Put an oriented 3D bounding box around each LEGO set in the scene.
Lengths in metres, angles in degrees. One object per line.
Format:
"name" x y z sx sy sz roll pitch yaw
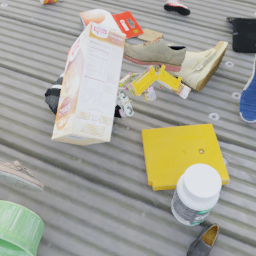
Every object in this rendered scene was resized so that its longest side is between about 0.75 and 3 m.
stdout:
"LEGO set" 0.693 -1.373 9.191 2.953 1.359 1.099 -20 18 -34

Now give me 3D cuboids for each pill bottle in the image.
"pill bottle" 1.700 1.713 7.106 1.029 1.819 1.029 0 55 1

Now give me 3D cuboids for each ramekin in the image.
"ramekin" -2.872 2.467 6.688 1.718 1.718 0.839 10 47 7

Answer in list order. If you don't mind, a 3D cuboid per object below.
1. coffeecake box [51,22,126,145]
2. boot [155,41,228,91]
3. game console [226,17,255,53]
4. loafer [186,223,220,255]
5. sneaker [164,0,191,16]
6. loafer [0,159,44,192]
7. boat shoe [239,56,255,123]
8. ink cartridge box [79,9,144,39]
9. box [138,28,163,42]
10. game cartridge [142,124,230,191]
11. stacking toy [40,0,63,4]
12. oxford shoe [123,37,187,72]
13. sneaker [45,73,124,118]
"coffeecake box" -1.137 -1.033 7.688 1.034 2.173 2.831 13 78 -25
"boot" 2.485 -2.767 10.856 2.091 0.979 2.690 29 63 19
"game console" 5.639 -4.074 12.214 2.444 1.422 2.149 4 85 3
"loafer" 1.876 2.953 7.034 0.495 0.492 1.360 29 60 18
"sneaker" 2.438 -5.815 13.318 1.339 0.447 0.718 21 60 18
"loafer" -3.113 1.027 7.213 2.130 0.766 0.670 26 57 -22
"boat shoe" 4.602 -1.367 9.723 0.984 0.986 2.724 19 83 25
"ink cartridge box" -0.732 -4.595 12.337 2.402 0.602 1.948 -20 57 -8
"box" 0.995 -4.006 12.249 0.899 0.096 0.735 24 58 15
"game cartridge" 1.684 0.856 8.646 2.337 0.379 2.060 -5 55 -1
"stacking toy" -3.710 -6.447 13.710 1.123 0.821 0.821 -5 53 -23
"oxford shoe" 0.685 -2.474 8.776 2.463 0.921 0.868 6 34 -23
"sneaker" -1.512 -0.620 9.377 2.858 1.044 1.599 27 67 20
